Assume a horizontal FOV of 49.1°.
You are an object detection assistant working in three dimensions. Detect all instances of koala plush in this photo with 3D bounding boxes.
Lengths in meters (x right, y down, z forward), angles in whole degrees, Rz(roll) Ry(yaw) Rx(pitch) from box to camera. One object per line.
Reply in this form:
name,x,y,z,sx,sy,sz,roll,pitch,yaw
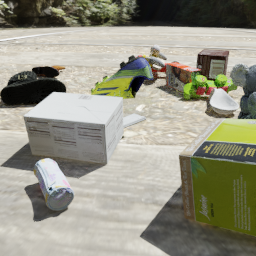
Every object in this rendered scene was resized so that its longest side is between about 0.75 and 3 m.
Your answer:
koala plush,2.931,-0.757,6.195,1.345,1.517,1.394,-2,-20,-9

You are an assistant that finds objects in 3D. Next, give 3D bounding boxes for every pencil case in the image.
pencil case,-1.408,1.017,5.194,0.531,0.486,1.170,37,0,-35

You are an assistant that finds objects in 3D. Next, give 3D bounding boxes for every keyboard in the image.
keyboard,-0.291,-0.100,8.281,0.543,0.103,1.929,16,28,43

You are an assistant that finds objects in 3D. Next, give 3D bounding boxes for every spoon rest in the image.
spoon rest,3.169,-0.956,9.618,0.918,0.560,1.849,1,23,1

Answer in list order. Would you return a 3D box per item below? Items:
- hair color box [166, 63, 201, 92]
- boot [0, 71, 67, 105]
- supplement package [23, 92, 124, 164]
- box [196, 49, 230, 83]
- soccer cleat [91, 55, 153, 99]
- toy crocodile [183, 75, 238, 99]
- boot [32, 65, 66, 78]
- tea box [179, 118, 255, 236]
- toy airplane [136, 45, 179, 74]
hair color box,2.254,-2.105,11.700,0.555,0.962,1.735,-12,26,-24
boot,-3.504,-1.601,10.626,2.392,0.900,1.788,-3,24,-7
supplement package,-1.211,-0.067,6.849,1.926,1.068,1.500,6,30,13
box,3.969,-2.938,13.179,1.264,1.278,1.540,10,26,21
soccer cleat,-0.268,-1.114,8.040,2.309,0.966,0.747,-35,-9,33
toy crocodile,3.168,-1.526,10.680,2.238,0.755,0.691,-4,48,-8
boot,-3.753,-2.911,14.320,1.588,0.577,1.686,2,15,25
tea box,2.085,0.700,4.706,1.839,1.249,1.870,5,23,35
toy airplane,1.441,-3.245,13.601,2.137,1.515,2.146,-14,27,-31
